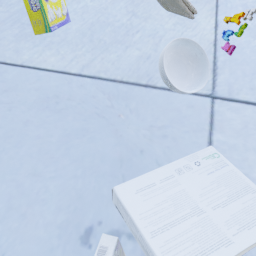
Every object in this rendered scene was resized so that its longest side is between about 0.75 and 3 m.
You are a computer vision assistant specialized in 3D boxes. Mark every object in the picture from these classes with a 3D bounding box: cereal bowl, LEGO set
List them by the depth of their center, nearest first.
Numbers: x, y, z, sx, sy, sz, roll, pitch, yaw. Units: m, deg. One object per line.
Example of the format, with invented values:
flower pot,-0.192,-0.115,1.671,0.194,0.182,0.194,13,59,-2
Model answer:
cereal bowl,1.099,-1.228,5.749,1.136,0.473,1.136,2,85,-22
LEGO set,2.589,-2.503,6.961,1.234,0.471,0.506,-60,37,8

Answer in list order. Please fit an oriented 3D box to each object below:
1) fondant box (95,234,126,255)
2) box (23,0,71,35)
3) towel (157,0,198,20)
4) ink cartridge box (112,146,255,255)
fondant box,-0.317,2.399,4.752,0.307,1.056,0.762,5,47,19
box,-2.202,-3.688,6.979,0.570,2.355,1.382,-5,31,16
towel,0.930,-3.312,6.863,1.134,1.711,0.295,40,102,42
ink cartridge box,1.241,1.449,4.515,2.291,0.466,2.296,-18,42,-23
